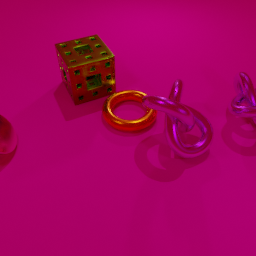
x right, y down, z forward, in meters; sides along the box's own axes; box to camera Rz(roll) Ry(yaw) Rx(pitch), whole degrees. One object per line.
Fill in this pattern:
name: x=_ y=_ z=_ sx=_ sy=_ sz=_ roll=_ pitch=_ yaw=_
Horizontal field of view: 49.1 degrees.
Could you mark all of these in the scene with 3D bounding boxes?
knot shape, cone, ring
knot shape: x=1.156 y=-0.350 z=6.825 sx=0.960 sy=1.944 sz=2.078 roll=-33 pitch=58 yaw=26
knot shape: x=3.361 y=-0.793 z=7.553 sx=1.784 sy=0.824 sz=1.669 roll=3 pitch=50 yaw=-34
cone: x=-3.620 y=0.338 z=6.982 sx=1.134 sy=1.130 sz=1.130 roll=-27 pitch=44 yaw=19
ring: x=0.051 y=-0.528 z=7.983 sx=1.593 sy=0.319 sz=1.593 roll=0 pitch=47 yaw=0

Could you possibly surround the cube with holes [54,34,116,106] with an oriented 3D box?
cube with holes: x=-1.256 y=-1.767 z=8.434 sx=1.341 sy=1.341 sz=1.341 roll=-19 pitch=50 yaw=-17
